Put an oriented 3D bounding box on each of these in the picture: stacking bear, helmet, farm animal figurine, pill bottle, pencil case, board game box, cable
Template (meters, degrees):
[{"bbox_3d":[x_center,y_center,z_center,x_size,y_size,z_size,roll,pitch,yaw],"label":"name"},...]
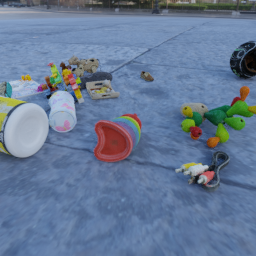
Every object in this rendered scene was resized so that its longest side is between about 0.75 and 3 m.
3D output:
[{"bbox_3d":[-0.124,0.105,7.847,1.042,1.113,1.832,10,21,14],"label":"stacking bear"},{"bbox_3d":[5.955,-3.372,13.851,1.820,1.820,1.735,1,22,1],"label":"helmet"},{"bbox_3d":[-2.373,-3.084,13.975,2.175,1.147,2.199,-15,30,-27],"label":"farm animal figurine"},{"bbox_3d":[-3.632,-0.171,7.764,2.604,1.459,1.459,13,29,24],"label":"pill bottle"},{"bbox_3d":[-2.201,-0.594,9.340,0.874,0.801,1.927,11,23,-20],"label":"pencil case"},{"bbox_3d":[-5.062,-1.819,12.395,2.314,0.299,2.314,-19,32,-34],"label":"board game box"},{"bbox_3d":[2.031,0.928,6.670,1.874,0.472,0.910,-21,33,-37],"label":"cable"}]

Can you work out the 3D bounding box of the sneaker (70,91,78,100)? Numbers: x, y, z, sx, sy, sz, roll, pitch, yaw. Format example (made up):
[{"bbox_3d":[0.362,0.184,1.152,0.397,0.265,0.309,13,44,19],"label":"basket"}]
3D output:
[{"bbox_3d":[-2.174,-1.282,10.847,0.342,0.406,1.037,12,8,23],"label":"sneaker"}]

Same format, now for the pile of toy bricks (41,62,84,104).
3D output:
[{"bbox_3d":[-2.708,-1.893,10.957,1.528,1.360,2.754,-23,34,-6],"label":"pile of toy bricks"}]

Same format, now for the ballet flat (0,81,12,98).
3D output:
[{"bbox_3d":[-4.707,-1.101,10.568,0.728,0.656,1.935,-26,43,-7],"label":"ballet flat"}]

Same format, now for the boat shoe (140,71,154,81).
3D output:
[{"bbox_3d":[0.918,-2.578,13.841,0.374,0.365,0.988,-17,31,-30],"label":"boat shoe"}]

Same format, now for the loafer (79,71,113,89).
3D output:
[{"bbox_3d":[-1.644,-2.271,12.956,1.857,0.667,0.585,-16,27,-24],"label":"loafer"}]

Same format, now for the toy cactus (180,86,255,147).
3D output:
[{"bbox_3d":[2.541,-0.479,8.796,2.928,1.497,2.416,-24,24,-24],"label":"toy cactus"}]

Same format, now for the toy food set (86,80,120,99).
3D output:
[{"bbox_3d":[-1.102,-1.674,11.896,1.125,0.474,1.568,-8,28,-15],"label":"toy food set"}]
